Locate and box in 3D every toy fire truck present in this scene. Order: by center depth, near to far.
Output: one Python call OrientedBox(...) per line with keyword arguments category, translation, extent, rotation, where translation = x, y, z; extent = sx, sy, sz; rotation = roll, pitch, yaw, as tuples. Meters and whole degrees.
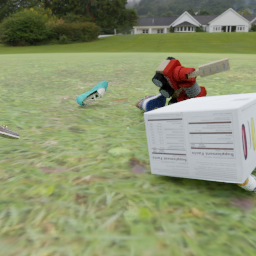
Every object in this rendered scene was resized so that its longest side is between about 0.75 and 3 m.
OrientedBox(category="toy fire truck", translation=(2.270, -1.546, 9.536), extent=(2.201, 1.937, 1.416), rotation=(17, 64, 49))

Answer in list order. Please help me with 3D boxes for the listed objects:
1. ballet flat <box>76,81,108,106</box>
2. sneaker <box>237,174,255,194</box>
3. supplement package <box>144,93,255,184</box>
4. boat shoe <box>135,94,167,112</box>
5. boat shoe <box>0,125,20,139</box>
OrientedBox(category="ballet flat", translation=(-1.328, -1.317, 11.190), extent=(1.525, 0.514, 0.537), rotation=(-33, 59, -11))
OrientedBox(category="sneaker", translation=(2.237, 0.991, 5.250), extent=(0.395, 0.341, 0.902), rotation=(33, 16, 7))
OrientedBox(category="supplement package", translation=(1.736, 0.075, 5.754), extent=(1.780, 1.267, 2.285), rotation=(-1, 12, 38))
OrientedBox(category="boat shoe", translation=(0.893, -1.018, 10.609), extent=(0.602, 0.601, 1.662), rotation=(14, 18, 33))
OrientedBox(category="boat shoe", translation=(-2.840, 0.039, 6.202), extent=(0.886, 0.264, 0.318), rotation=(15, -26, -21))
